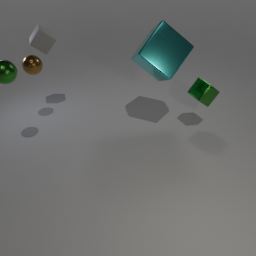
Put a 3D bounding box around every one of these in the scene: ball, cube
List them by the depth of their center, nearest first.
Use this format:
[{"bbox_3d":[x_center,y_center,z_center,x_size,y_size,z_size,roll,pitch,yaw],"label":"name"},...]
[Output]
[{"bbox_3d":[-3.578,-1.620,8.110,0.700,0.700,0.700,0,33,0],"label":"ball"},{"bbox_3d":[1.157,-2.625,9.829,1.400,1.400,1.400,36,0,-12],"label":"cube"},{"bbox_3d":[-3.394,-2.236,9.952,0.700,0.700,0.700,0,33,0],"label":"ball"},{"bbox_3d":[2.794,-1.329,10.384,0.700,0.700,0.700,22,19,-43],"label":"cube"},{"bbox_3d":[-3.177,-3.312,10.420,0.700,0.700,0.700,28,23,-34],"label":"cube"}]
